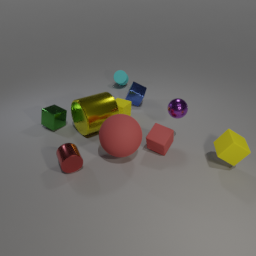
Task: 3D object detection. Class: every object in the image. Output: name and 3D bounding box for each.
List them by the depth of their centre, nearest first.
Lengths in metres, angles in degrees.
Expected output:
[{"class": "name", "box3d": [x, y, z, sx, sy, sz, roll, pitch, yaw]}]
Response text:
[{"class": "cube", "box3d": [3.179, 0.594, 8.611, 0.700, 0.700, 0.700, 28, 34, -17]}, {"class": "cylinder", "box3d": [-1.838, 0.942, 8.822, 0.700, 0.700, 0.700, -13, 37, -21]}, {"class": "ball", "box3d": [-0.238, 0.243, 9.057, 1.400, 1.400, 1.400, 0, 30, 0]}, {"class": "cube", "box3d": [1.093, 0.384, 9.552, 0.700, 0.700, 0.700, 24, 62, 22]}, {"class": "ball", "box3d": [1.709, -0.672, 9.638, 0.700, 0.700, 0.700, 0, 30, 0]}, {"class": "cylinder", "box3d": [-1.276, -0.571, 10.809, 1.400, 1.400, 1.400, -20, 35, -31]}, {"class": "cube", "box3d": [-2.936, -0.426, 11.108, 0.700, 0.700, 0.700, 25, 31, 24]}, {"class": "cube", "box3d": [-0.329, -0.775, 11.851, 0.700, 0.700, 0.700, 17, 33, 24]}, {"class": "cube", "box3d": [0.361, -1.561, 12.864, 0.700, 0.700, 0.700, 25, 46, -6]}, {"class": "cylinder", "box3d": [-0.360, -2.650, 14.827, 0.700, 0.700, 0.700, 5, 1, 8]}]
